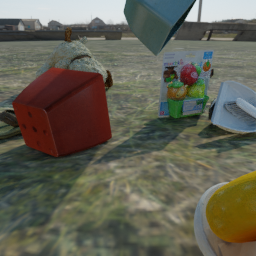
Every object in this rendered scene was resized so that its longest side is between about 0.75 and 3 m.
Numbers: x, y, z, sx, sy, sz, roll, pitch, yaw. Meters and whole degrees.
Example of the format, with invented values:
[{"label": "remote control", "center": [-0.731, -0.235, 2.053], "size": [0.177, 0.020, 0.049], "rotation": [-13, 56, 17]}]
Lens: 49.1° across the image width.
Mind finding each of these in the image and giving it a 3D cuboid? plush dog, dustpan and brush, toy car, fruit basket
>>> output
[{"label": "plush dog", "center": [-1.835, -2.338, 10.922], "size": [2.875, 2.307, 2.469], "rotation": [-18, 51, -40]}, {"label": "dustpan and brush", "center": [3.145, -0.285, 6.783], "size": [2.039, 0.584, 1.423], "rotation": [28, 62, -9]}, {"label": "toy car", "center": [1.979, 0.924, 2.382], "size": [2.487, 2.176, 1.865], "rotation": [-7, 56, -20]}, {"label": "fruit basket", "center": [1.652, -1.199, 7.771], "size": [1.689, 1.823, 0.855], "rotation": [-9, 32, -25]}]

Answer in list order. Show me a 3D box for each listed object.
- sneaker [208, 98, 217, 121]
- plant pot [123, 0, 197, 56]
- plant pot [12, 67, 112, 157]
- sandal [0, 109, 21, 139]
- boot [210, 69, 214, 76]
[{"label": "sneaker", "center": [3.103, -0.501, 7.427], "size": [2.091, 0.731, 0.941], "rotation": [-10, 20, -30]}, {"label": "plant pot", "center": [0.766, -3.251, 7.602], "size": [1.544, 1.511, 1.516], "rotation": [38, -17, 1]}, {"label": "plant pot", "center": [-1.438, -0.265, 5.920], "size": [1.559, 1.558, 1.374], "rotation": [13, 35, 32]}, {"label": "sandal", "center": [-2.738, -0.181, 6.785], "size": [2.053, 0.586, 0.815], "rotation": [-10, 23, -25]}, {"label": "boot", "center": [3.809, -2.840, 14.321], "size": [1.060, 0.340, 0.988], "rotation": [4, 19, 24]}]
